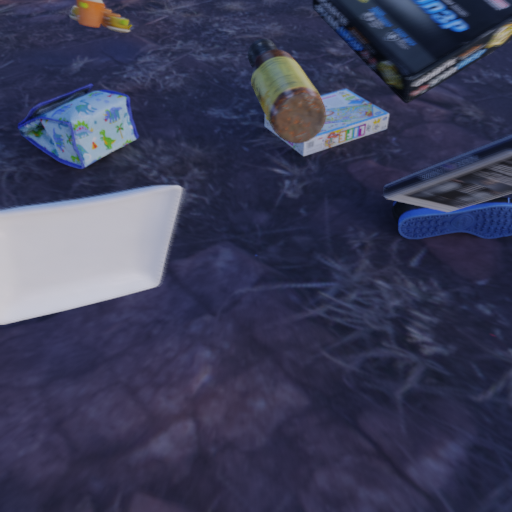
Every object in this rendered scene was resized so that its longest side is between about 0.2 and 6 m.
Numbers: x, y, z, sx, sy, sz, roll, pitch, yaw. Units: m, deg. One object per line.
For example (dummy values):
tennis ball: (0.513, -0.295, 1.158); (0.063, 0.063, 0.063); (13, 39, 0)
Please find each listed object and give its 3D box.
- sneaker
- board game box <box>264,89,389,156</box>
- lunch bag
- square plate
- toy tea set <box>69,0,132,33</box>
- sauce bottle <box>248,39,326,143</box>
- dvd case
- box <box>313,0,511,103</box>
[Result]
sneaker: (3.853, -0.928, 10.539); (2.537, 0.890, 0.988); (-1, 48, 1)
board game box: (1.709, -3.311, 13.668); (2.516, 0.431, 1.692); (-21, 45, -23)
lunch bag: (-4.085, -3.036, 12.742); (2.107, 1.342, 1.791); (19, 42, 34)
square plate: (-2.091, -0.045, 6.729); (2.157, 2.178, 0.310); (-13, 60, -26)
toy tea set: (-2.911, -4.563, 10.307); (0.957, 0.596, 1.609); (-3, 28, -31)
sauce bottle: (0.319, -2.305, 7.520); (0.732, 0.732, 2.216); (-7, 39, -8)
dvd case: (2.800, -0.976, 7.104); (1.407, 1.873, 0.232); (6, 75, -36)
box: (2.618, -4.171, 9.497); (2.236, 0.647, 2.813); (-31, 65, -5)
